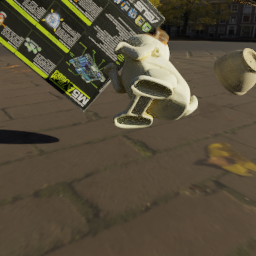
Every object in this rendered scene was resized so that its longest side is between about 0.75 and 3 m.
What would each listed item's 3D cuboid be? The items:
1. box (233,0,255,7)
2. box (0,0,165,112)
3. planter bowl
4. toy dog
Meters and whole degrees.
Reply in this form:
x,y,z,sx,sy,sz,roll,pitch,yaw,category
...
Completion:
x,y,z,sx,sy,sz,roll,pitch,yaw,category
2.511,-3.863,7.732,1.873,0.244,2.292,22,28,-1,box
-1.143,-2.259,5.982,2.834,2.737,0.673,39,14,-16,box
2.484,-1.297,6.105,0.987,0.987,0.664,-15,-15,-34,planter bowl
0.416,-1.010,4.895,1.644,1.183,1.695,0,55,-14,toy dog
